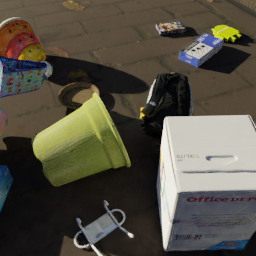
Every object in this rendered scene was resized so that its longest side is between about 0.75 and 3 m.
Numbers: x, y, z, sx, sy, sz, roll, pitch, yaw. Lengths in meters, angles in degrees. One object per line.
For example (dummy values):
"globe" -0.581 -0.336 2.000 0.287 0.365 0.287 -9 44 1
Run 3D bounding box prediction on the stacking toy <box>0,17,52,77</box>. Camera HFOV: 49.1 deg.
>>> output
"stacking toy" -3.766 -2.835 10.766 2.493 1.822 1.822 41 57 12

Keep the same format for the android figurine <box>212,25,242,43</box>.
"android figurine" 4.494 -4.342 12.868 1.238 0.279 1.360 -33 55 -27

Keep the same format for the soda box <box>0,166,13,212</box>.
"soda box" -3.401 1.792 6.673 0.623 0.590 1.837 2 45 2

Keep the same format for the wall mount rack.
"wall mount rack" -0.533 2.294 6.256 1.314 0.490 1.142 -28 52 -24

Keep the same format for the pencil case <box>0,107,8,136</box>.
"pencil case" -3.861 0.256 7.323 1.106 1.106 2.529 -9 30 -8

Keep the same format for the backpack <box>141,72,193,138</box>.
"backpack" 1.196 -0.669 8.399 1.617 1.227 1.938 8 71 -1

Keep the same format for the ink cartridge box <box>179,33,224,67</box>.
"ink cartridge box" 3.081 -3.291 11.730 0.929 0.437 1.976 33 54 27

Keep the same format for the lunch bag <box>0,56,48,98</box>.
"lunch bag" -3.306 -1.608 8.935 1.519 1.144 0.715 -7 60 -34

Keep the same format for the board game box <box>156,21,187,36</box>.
"board game box" 2.031 -4.728 13.281 1.263 0.219 0.856 -9 46 -9

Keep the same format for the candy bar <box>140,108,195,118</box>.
"candy bar" 1.275 -0.432 9.109 1.768 0.196 0.441 5 54 5

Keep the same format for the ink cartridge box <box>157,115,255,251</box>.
"ink cartridge box" 1.643 1.215 5.907 1.814 2.473 1.806 -1 46 -1

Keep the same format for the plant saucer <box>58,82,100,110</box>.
"plant saucer" -1.703 -1.106 9.765 1.432 0.211 1.432 0 45 0

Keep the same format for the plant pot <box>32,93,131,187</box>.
"plant pot" -1.257 0.464 7.174 1.952 2.124 2.124 -26 50 -8
